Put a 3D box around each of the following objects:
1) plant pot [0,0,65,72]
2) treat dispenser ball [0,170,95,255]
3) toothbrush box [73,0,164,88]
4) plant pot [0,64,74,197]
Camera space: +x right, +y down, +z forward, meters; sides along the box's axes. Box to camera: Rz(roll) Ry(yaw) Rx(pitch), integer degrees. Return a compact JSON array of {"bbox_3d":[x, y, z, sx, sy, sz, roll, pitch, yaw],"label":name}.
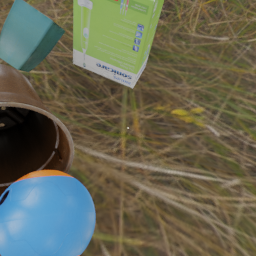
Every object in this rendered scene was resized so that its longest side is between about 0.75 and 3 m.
[{"bbox_3d":[-2.468,-2.173,6.912,1.016,1.017,1.439,34,98,-1],"label":"plant pot"},{"bbox_3d":[-1.176,1.313,4.022,1.408,1.408,1.408,0,58,0],"label":"treat dispenser ball"},{"bbox_3d":[-0.298,-2.437,6.764,1.804,2.478,1.067,23,51,6],"label":"toothbrush box"},{"bbox_3d":[-2.213,-0.025,4.840,2.072,2.072,2.051,-22,42,-13],"label":"plant pot"}]
